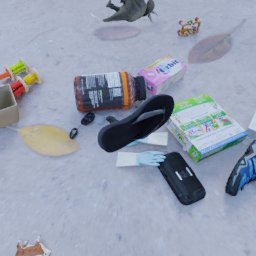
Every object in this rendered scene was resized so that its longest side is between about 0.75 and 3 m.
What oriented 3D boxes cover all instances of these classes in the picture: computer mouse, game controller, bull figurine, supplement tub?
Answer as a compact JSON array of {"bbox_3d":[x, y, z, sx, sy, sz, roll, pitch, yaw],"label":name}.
[{"bbox_3d":[-1.865,-0.078,11.408,0.427,0.248,1.456,28,63,27],"label":"computer mouse"},{"bbox_3d":[1.859,1.720,9.948,1.079,0.436,2.068,-12,52,-27],"label":"game controller"},{"bbox_3d":[-2.859,3.640,8.435,1.059,0.345,0.643,-6,51,-6],"label":"bull figurine"},{"bbox_3d":[-0.721,-1.520,11.674,2.905,1.554,1.554,-6,53,-6],"label":"supplement tub"}]

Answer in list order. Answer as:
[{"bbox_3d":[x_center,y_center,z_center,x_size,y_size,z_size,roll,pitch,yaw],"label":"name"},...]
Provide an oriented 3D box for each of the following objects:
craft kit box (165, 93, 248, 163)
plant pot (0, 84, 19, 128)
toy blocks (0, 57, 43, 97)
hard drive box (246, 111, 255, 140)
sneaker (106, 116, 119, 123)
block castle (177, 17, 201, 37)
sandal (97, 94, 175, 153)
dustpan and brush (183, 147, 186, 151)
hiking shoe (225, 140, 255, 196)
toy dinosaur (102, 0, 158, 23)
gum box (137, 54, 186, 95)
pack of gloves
[{"bbox_3d":[2.879,-0.133,10.902,2.542,0.617,2.510,-18,57,-27],"label":"craft kit box"},{"bbox_3d":[-5.124,-0.762,11.313,1.319,1.169,1.320,-22,57,-16],"label":"plant pot"},{"bbox_3d":[-5.301,-2.068,12.540,1.884,0.821,2.261,38,61,25],"label":"toy blocks"},{"bbox_3d":[5.481,0.078,11.059,1.384,0.531,1.078,27,57,19],"label":"hard drive box"},{"bbox_3d":[-0.574,-0.203,11.436,0.841,0.319,0.382,24,62,20],"label":"sneaker"},{"bbox_3d":[3.298,-5.512,15.216,1.202,0.803,0.564,-17,53,-14],"label":"block castle"},{"bbox_3d":[0.386,-0.068,7.670,2.577,0.980,0.552,-33,33,-24],"label":"sandal"},{"bbox_3d":[2.247,0.330,10.915,1.113,0.456,1.595,9,53,7],"label":"dustpan and brush"},{"bbox_3d":[4.350,1.459,9.718,1.126,0.967,2.598,33,59,24],"label":"hiking shoe"},{"bbox_3d":[0.117,-4.282,9.902,1.345,1.012,2.629,37,43,8],"label":"toy dinosaur"},{"bbox_3d":[1.513,-2.439,12.891,2.105,0.696,1.195,-36,61,-24],"label":"gum box"},{"bbox_3d":[0.506,0.700,10.449,1.863,0.368,1.565,-3,48,15],"label":"pack of gloves"}]
